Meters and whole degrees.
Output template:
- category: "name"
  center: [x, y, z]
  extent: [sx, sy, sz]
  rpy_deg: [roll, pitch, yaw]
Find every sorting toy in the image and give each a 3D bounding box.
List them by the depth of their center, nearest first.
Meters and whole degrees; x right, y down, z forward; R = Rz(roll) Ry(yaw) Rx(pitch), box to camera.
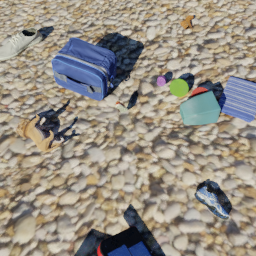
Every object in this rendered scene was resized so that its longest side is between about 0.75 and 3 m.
- category: "sorting toy"
  center: [2.473, -1.840, 12.314]
  extent: [2.398, 0.831, 0.826]
  rpy_deg: [22, 37, 11]

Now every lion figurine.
- category: "lion figurine"
  center: [-3.429, 0.311, 10.772]
  extent: [1.266, 0.749, 2.067]
  rpy_deg: [-46, 71, 8]

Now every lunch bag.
- category: "lunch bag"
  center: [-1.771, -2.336, 11.850]
  extent: [2.675, 1.818, 1.770]
  rpy_deg: [22, 61, 11]

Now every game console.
- category: "game console"
  center: [0.173, 3.973, 8.212]
  extent: [1.737, 0.305, 1.964]
  rpy_deg: [-9, 52, -44]

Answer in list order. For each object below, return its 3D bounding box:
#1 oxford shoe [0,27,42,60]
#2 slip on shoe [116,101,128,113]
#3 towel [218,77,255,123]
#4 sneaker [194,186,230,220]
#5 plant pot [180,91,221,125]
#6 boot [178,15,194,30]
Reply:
- category: "oxford shoe"
  center: [-5.413, -4.185, 13.695]
  extent: [2.579, 0.745, 0.970]
  rpy_deg: [-36, 67, -18]
- category: "slip on shoe"
  center: [-0.252, -0.854, 11.339]
  extent: [0.325, 0.877, 0.268]
  rpy_deg: [-23, 65, 18]
- category: "towel"
  center: [4.875, -1.282, 12.156]
  extent: [1.570, 0.259, 2.169]
  rpy_deg: [22, 58, 16]
- category: "sneaker"
  center: [2.916, 2.531, 9.493]
  extent: [0.518, 0.509, 1.346]
  rpy_deg: [-40, 67, -19]
- category: "plant pot"
  center: [2.849, -0.703, 11.365]
  extent: [1.369, 0.968, 0.967]
  rpy_deg: [-14, 58, 0]
- category: "boot"
  center: [3.209, -5.586, 14.813]
  extent: [0.910, 0.349, 0.707]
  rpy_deg: [-22, 59, -12]
